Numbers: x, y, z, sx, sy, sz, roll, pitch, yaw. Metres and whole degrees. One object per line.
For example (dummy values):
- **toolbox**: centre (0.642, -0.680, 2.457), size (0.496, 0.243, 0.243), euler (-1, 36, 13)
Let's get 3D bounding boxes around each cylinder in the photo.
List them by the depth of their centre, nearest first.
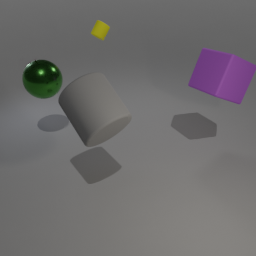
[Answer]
- **cylinder**: centre (-0.844, -0.459, 7.214), size (1.400, 1.400, 1.400), euler (-25, 74, -35)
- **cylinder**: centre (-1.333, -4.707, 13.508), size (0.700, 0.700, 0.700), euler (28, 8, -4)

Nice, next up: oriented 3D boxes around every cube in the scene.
- **cube**: centre (3.235, -1.794, 9.689), size (1.400, 1.400, 1.400), euler (10, 17, -35)

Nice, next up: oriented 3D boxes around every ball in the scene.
- **ball**: centre (-3.077, -1.755, 10.122), size (1.400, 1.400, 1.400), euler (0, 31, 0)
